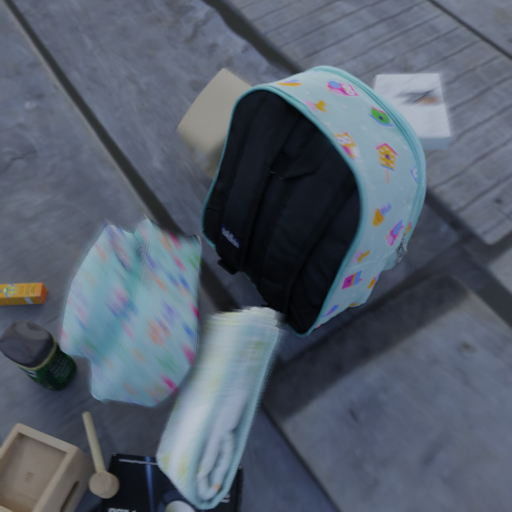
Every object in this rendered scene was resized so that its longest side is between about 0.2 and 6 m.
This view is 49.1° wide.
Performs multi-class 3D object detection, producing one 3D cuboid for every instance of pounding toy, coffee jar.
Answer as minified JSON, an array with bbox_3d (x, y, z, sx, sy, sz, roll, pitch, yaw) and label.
[{"bbox_3d":[-2.773,3.196,8.201,1.924,0.880,1.690,12,56,23],"label":"pounding toy"},{"bbox_3d":[-3.452,1.596,8.917,0.779,1.493,0.637,22,63,13],"label":"coffee jar"}]

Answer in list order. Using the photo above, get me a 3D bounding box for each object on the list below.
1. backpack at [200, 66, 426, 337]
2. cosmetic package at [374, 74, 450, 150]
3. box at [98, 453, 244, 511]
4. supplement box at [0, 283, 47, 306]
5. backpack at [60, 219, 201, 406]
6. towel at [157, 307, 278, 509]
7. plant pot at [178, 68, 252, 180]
[{"bbox_3d":[0.997,-1.036,9.093,2.904,3.788,3.330,-27,61,-25],"label":"backpack"},{"bbox_3d":[2.836,-2.656,10.296,1.175,0.403,1.558,-2,61,4],"label":"cosmetic package"},{"bbox_3d":[-1.222,3.799,8.007,1.956,0.842,1.602,6,60,3],"label":"box"},{"bbox_3d":[-4.285,0.698,10.146,0.885,0.304,0.294,-4,57,1],"label":"supplement box"},{"bbox_3d":[-1.799,0.890,8.300,1.859,2.192,2.469,14,49,-31],"label":"backpack"},{"bbox_3d":[-0.526,1.831,7.298,0.571,2.030,2.371,25,75,-13],"label":"towel"},{"bbox_3d":[-0.505,-2.308,10.954,1.468,1.656,1.658,-40,56,-10],"label":"plant pot"}]
